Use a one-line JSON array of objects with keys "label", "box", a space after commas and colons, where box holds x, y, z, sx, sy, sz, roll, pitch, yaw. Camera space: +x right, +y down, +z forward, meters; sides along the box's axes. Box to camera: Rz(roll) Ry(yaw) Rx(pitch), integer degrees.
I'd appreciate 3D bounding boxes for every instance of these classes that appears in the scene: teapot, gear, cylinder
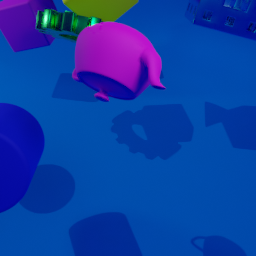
[{"label": "teapot", "box": [-0.107, -0.533, 2.533, 1.268, 0.788, 0.621, 10, 76, 45]}, {"label": "gear", "box": [-0.850, -1.845, 5.377, 1.712, 0.317, 1.712, 11, 9, -2]}, {"label": "cylinder", "box": [-1.721, 0.338, 3.590, 1.114, 1.114, 1.114, -7, 19, -5]}]

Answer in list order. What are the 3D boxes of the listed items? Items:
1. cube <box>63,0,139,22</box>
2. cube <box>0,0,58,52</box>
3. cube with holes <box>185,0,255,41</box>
[{"label": "cube", "box": [-0.592, -2.612, 5.150, 1.005, 1.005, 1.005, -32, 60, 21]}, {"label": "cube", "box": [-2.430, -2.689, 6.932, 1.081, 1.081, 1.081, -5, 43, 18]}, {"label": "cube with holes", "box": [1.868, -2.435, 5.098, 1.204, 1.204, 1.204, 14, 28, -3]}]
